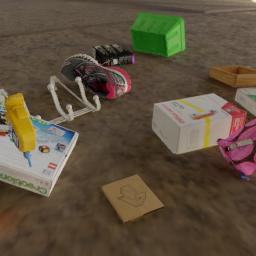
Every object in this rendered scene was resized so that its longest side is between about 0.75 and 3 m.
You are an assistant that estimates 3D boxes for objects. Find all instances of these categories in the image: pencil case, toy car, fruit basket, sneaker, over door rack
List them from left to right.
[{"bbox_3d":[-2.286,0.936,3.859,1.446,2.948,0.981,0,43,-41],"label":"toy car"},{"bbox_3d":[-2.513,-1.001,8.578,2.096,0.945,2.836,-24,38,-36],"label":"over door rack"},{"bbox_3d":[-1.315,-1.804,9.721,2.861,1.153,1.068,19,38,27],"label":"sneaker"},{"bbox_3d":[1.792,-4.910,14.399,2.866,2.067,2.866,-7,45,7],"label":"fruit basket"},{"bbox_3d":[3.027,-0.083,5.611,1.172,2.501,1.135,29,25,-42],"label":"pencil case"}]

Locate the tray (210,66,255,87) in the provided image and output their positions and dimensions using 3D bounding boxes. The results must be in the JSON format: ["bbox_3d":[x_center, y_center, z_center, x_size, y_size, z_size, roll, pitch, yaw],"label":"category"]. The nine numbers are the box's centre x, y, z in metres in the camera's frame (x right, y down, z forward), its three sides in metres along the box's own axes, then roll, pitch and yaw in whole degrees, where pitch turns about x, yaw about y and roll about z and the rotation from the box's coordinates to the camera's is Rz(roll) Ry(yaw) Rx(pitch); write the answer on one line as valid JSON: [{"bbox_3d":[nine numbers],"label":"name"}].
[{"bbox_3d":[3.925,-1.880,10.073,1.194,0.448,2.421,-2,19,-2],"label":"tray"}]

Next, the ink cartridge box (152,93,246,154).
[{"bbox_3d":[1.783,-0.173,7.281,1.932,0.806,1.402,-12,32,-18],"label":"ink cartridge box"}]

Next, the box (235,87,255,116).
[{"bbox_3d":[5.021,-0.751,8.572,2.722,0.495,1.965,-7,31,-9],"label":"box"}]

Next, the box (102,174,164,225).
[{"bbox_3d":[0.072,1.343,5.428,0.837,0.109,1.024,-15,33,-24],"label":"box"}]

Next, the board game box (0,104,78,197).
[{"bbox_3d":[-2.693,0.245,6.037,2.851,0.493,1.800,20,31,-3],"label":"board game box"}]

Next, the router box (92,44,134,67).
[{"bbox_3d":[-0.730,-3.392,13.004,1.464,0.501,1.963,-11,32,-18],"label":"router box"}]
